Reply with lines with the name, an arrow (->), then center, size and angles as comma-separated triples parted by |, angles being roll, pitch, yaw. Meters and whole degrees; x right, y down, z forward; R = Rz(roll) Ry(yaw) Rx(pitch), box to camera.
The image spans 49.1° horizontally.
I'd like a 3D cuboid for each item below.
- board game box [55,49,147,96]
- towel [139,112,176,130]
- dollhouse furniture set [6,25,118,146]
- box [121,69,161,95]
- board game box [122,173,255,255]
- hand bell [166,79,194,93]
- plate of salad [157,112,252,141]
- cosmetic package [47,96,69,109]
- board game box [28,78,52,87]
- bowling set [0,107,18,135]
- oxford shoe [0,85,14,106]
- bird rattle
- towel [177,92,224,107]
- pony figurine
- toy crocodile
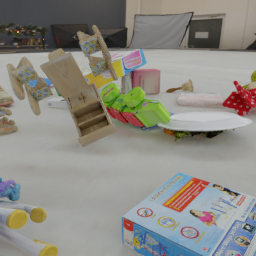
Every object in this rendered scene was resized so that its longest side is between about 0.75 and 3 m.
board game box -> -1.100, -2.098, 10.692 | 2.972, 0.599, 2.274 | -32, 23, -27
towel -> 0.495, -0.396, 8.349 | 1.475, 0.243, 2.038 | -9, 23, -29
dollhouse furniture set -> -1.014, -0.642, 5.618 | 1.793, 1.951, 1.270 | -24, 64, -1
box -> 0.512, -1.899, 11.465 | 1.489, 0.952, 0.811 | -5, 17, -12
board game box -> 0.888, 1.163, 3.410 | 1.385, 0.395, 1.414 | 14, 23, 36
hand bell -> 2.142, -1.654, 11.767 | 1.093, 0.569, 0.569 | -14, 20, -1
plate of salad -> 1.809, -0.045, 6.775 | 2.197, 0.528, 2.197 | -4, 9, 1
cosmetic package -> -2.155, -0.883, 9.634 | 0.990, 0.256, 0.747 | 5, 17, 14
board game box -> -3.944, -1.960, 12.794 | 1.122, 0.277, 1.420 | 10, 26, 15
bowling set -> -3.280, -0.353, 7.264 | 0.648, 0.840, 1.207 | -15, 28, -41
oxford shoe -> -4.633, -1.209, 9.839 | 1.958, 0.723, 0.693 | 16, 25, 39
bird rattle -> 4.337, -1.080, 8.817 | 2.044, 1.412, 2.507 | 26, 31, 20
towel -> 2.610, -1.055, 10.140 | 1.563, 0.252, 1.493 | 3, 19, 12
pony figurine -> -1.815, 0.952, 3.062 | 1.707, 1.421, 1.648 | 9, -11, 35
toy crocodile -> -0.031, -0.491, 7.185 | 2.798, 0.944, 0.864 | 19, 68, 51
